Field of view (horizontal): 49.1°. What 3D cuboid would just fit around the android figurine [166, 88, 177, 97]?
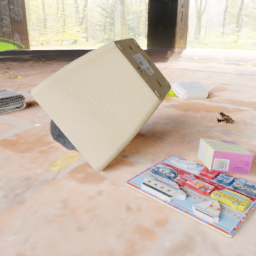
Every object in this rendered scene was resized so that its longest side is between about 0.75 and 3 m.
[{"bbox_3d":[2.228,-2.080,16.181,1.679,0.345,1.529,-4,21,-7],"label":"android figurine"}]

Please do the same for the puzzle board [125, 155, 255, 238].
[{"bbox_3d":[1.653,1.424,6.923,2.828,0.246,2.131,18,26,40],"label":"puzzle board"}]

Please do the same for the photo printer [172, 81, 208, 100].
[{"bbox_3d":[3.357,-2.073,15.441,1.671,0.580,1.390,-6,37,-19],"label":"photo printer"}]

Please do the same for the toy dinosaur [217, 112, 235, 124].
[{"bbox_3d":[4.059,-0.377,11.681,0.629,0.474,0.927,10,-1,-14],"label":"toy dinosaur"}]

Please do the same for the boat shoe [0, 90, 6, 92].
[{"bbox_3d":[-7.110,-1.708,15.002,0.551,0.450,1.492,12,24,29],"label":"boat shoe"}]

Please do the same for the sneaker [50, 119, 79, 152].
[{"bbox_3d":[-1.855,0.162,9.663,1.122,0.960,2.736,7,16,-36],"label":"sneaker"}]

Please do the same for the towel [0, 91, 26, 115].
[{"bbox_3d":[-6.018,-1.222,13.191,1.564,0.808,1.889,17,27,40],"label":"towel"}]

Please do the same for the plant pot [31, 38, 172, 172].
[{"bbox_3d":[-0.390,-1.008,8.279,2.571,2.904,2.901,-36,6,26],"label":"plant pot"}]

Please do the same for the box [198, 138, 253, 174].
[{"bbox_3d":[2.654,0.764,7.805,1.064,0.585,1.210,6,13,-4],"label":"box"}]
